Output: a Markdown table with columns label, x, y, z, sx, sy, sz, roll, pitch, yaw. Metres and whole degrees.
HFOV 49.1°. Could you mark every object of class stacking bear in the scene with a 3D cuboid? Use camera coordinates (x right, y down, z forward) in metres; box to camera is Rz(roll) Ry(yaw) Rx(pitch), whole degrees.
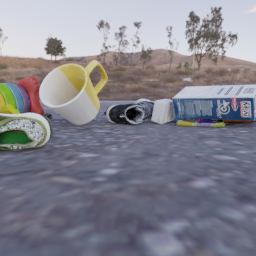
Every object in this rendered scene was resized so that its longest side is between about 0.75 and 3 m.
| label | x | y | z | sx | sy | sz | roll | pitch | yaw |
| --- | --- | --- | --- | --- | --- | --- | --- | --- | --- |
| stacking bear | -4.550 | -0.754 | 9.542 | 1.590 | 1.698 | 2.796 | -1 | 12 | 36 |

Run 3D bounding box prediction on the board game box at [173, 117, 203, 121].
| label | x | y | z | sx | sy | sz | roll | pitch | yaw |
| --- | --- | --- | --- | --- | --- | --- | --- | --- | --- |
| board game box | 2.201 | -0.610 | 11.928 | 1.767 | 0.504 | 1.805 | 1 | 7 | 8 |

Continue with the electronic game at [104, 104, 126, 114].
| label | x | y | z | sx | sy | sz | roll | pitch | yaw |
| --- | --- | --- | --- | --- | --- | --- | --- | --- | --- |
| electronic game | -0.291 | -0.973 | 15.291 | 2.043 | 0.425 | 2.043 | -6 | 12 | 1 |

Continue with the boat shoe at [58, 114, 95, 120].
| label | x | y | z | sx | sy | sz | roll | pitch | yaw |
| --- | --- | --- | --- | --- | --- | --- | --- | --- | --- |
| boat shoe | -2.146 | -0.543 | 11.597 | 1.595 | 0.496 | 0.595 | 15 | 0 | -3 |

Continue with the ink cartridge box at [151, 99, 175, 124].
| label | x | y | z | sx | sy | sz | roll | pitch | yaw |
| --- | --- | --- | --- | --- | --- | --- | --- | --- | --- |
| ink cartridge box | 1.370 | -0.640 | 10.448 | 0.456 | 0.787 | 1.090 | 19 | 19 | 29 |

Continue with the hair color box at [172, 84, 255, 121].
| label | x | y | z | sx | sy | sz | roll | pitch | yaw |
| --- | --- | --- | --- | --- | --- | --- | --- | --- | --- |
| hair color box | 3.041 | -0.893 | 9.624 | 2.679 | 0.811 | 1.340 | 3 | 28 | 35 |

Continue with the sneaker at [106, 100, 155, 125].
| label | x | y | z | sx | sy | sz | roll | pitch | yaw |
| --- | --- | --- | --- | --- | --- | --- | --- | --- | --- |
| sneaker | 0.424 | -0.552 | 10.320 | 2.229 | 0.841 | 1.269 | -11 | 12 | -29 |

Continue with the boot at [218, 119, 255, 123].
| label | x | y | z | sx | sy | sz | roll | pitch | yaw |
| --- | --- | --- | --- | --- | --- | --- | --- | --- | --- |
| boot | 3.671 | -0.430 | 10.617 | 1.788 | 0.612 | 1.683 | -4 | 18 | -22 |

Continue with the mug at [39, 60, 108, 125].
| label | x | y | z | sx | sy | sz | roll | pitch | yaw |
| --- | --- | --- | --- | --- | --- | --- | --- | --- | --- |
| mug | -1.610 | -1.053 | 9.532 | 2.121 | 1.699 | 1.741 | -22 | -34 | 8 |

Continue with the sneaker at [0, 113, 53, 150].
| label | x | y | z | sx | sy | sz | roll | pitch | yaw |
| --- | --- | --- | --- | --- | --- | --- | --- | --- | --- |
| sneaker | -2.557 | 0.093 | 5.228 | 2.130 | 0.819 | 0.944 | -3 | 15 | -5 |

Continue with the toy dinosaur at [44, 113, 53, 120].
| label | x | y | z | sx | sy | sz | roll | pitch | yaw |
| --- | --- | --- | --- | --- | --- | --- | --- | --- | --- |
| toy dinosaur | -3.482 | -0.488 | 12.157 | 0.436 | 0.328 | 0.852 | 10 | -2 | -15 |

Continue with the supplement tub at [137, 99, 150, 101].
| label | x | y | z | sx | sy | sz | roll | pitch | yaw |
| --- | --- | --- | --- | --- | --- | --- | --- | --- | --- |
| supplement tub | 0.722 | -0.889 | 12.772 | 0.874 | 0.874 | 1.206 | 0 | 7 | -2 |

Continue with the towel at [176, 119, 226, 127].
| label | x | y | z | sx | sy | sz | roll | pitch | yaw |
| --- | --- | --- | --- | --- | --- | --- | --- | --- | --- |
| towel | 2.519 | -0.179 | 9.715 | 1.594 | 0.182 | 1.145 | 3 | 7 | 23 |

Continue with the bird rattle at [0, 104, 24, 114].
| label | x | y | z | sx | sy | sz | roll | pitch | yaw |
| --- | --- | --- | --- | --- | --- | --- | --- | --- | --- |
| bird rattle | -3.766 | -0.235 | 8.467 | 1.088 | 0.752 | 1.335 | 2 | 17 | -27 |
